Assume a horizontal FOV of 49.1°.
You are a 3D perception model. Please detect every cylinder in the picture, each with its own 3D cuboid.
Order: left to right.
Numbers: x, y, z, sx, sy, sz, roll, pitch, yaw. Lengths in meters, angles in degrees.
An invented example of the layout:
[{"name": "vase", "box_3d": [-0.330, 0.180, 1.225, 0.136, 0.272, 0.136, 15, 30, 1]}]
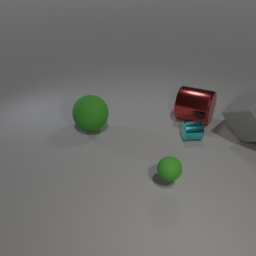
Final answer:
[{"name": "cylinder", "box_3d": [2.414, 0.091, 10.502, 0.700, 0.700, 0.700, -2, 29, -4]}, {"name": "cylinder", "box_3d": [2.796, -0.947, 11.612, 1.400, 1.400, 1.400, 15, 33, 25]}]

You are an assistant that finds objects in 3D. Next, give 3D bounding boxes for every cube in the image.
[{"name": "cube", "box_3d": [4.535, -0.455, 9.881, 1.400, 1.400, 1.400, -42, 14, -18]}]

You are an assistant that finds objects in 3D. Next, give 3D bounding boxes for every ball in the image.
[{"name": "ball", "box_3d": [-1.448, -0.580, 10.856, 1.400, 1.400, 1.400, 0, 29, 0]}, {"name": "ball", "box_3d": [1.168, 1.138, 7.853, 0.700, 0.700, 0.700, 0, 29, 0]}]
